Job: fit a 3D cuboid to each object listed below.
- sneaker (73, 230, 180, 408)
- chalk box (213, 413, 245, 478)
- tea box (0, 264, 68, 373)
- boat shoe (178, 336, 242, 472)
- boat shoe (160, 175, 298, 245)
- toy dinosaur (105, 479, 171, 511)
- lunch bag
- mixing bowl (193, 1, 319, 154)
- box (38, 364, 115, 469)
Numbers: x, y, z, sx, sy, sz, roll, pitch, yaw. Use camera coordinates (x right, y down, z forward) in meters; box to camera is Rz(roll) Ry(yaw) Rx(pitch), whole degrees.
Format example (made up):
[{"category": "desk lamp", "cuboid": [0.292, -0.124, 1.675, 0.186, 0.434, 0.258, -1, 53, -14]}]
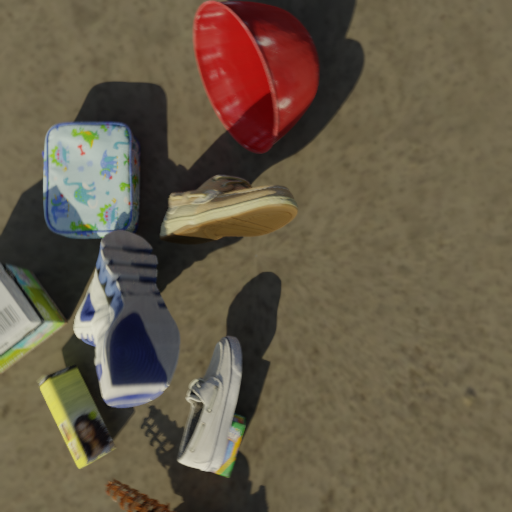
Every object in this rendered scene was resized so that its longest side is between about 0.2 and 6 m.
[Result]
[{"category": "sneaker", "cuboid": [-2.080, 1.153, 8.680, 1.138, 1.627, 2.817, 9, 45, -29]}, {"category": "chalk box", "cuboid": [-0.570, 2.866, 9.080, 0.684, 0.687, 1.104, 18, 86, 2]}, {"category": "tea box", "cuboid": [-4.203, 1.106, 8.740, 1.740, 1.712, 1.162, -37, 85, -4]}, {"category": "boat shoe", "cuboid": [-0.735, 2.178, 8.566, 0.672, 0.736, 2.046, 19, 71, -21]}, {"category": "boat shoe", "cuboid": [-0.525, -0.799, 8.576, 1.055, 2.924, 0.950, 11, 78, -37]}, {"category": "toy dinosaur", "cuboid": [-1.281, 5.103, 8.665, 2.360, 1.776, 3.477, -33, 66, -17]}, {"category": "lunch bag", "cuboid": [-2.772, -1.263, 9.444, 1.556, 0.798, 1.936, -2, 84, -2]}, {"category": "mixing bowl", "cuboid": [0.157, -3.017, 9.015, 1.312, 2.422, 2.422, -28, 85, -18]}, {"category": "box", "cuboid": [-2.912, 2.579, 9.080, 0.388, 0.583, 1.548, -39, 78, 41]}]
